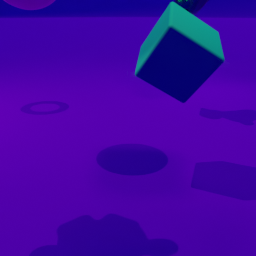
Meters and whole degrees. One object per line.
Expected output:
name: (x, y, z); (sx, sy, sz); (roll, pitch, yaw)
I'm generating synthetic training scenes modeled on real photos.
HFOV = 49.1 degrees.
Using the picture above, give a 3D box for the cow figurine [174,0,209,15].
cow figurine: (1.539, -3.062, 6.966); (1.720, 1.692, 0.944); (-43, 69, -12)

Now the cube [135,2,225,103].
cube: (0.754, -1.126, 4.221); (0.908, 0.908, 0.908); (27, 41, -14)

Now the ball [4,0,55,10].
ball: (-1.635, -2.580, 4.475); (1.282, 1.282, 1.282); (0, 23, 0)
